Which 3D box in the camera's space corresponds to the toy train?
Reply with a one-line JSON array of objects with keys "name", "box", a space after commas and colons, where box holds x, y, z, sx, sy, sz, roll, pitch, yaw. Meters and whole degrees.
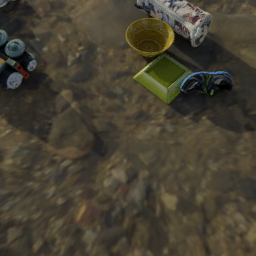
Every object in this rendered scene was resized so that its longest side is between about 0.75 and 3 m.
[{"name": "toy train", "box": [-3.921, -2.117, 8.272, 2.502, 1.066, 1.426, 31, 79, 13]}]

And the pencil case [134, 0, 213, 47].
[{"name": "pencil case", "box": [1.464, -3.701, 8.991, 2.682, 1.043, 1.200, 42, 42, 19]}]

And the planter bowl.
[{"name": "planter bowl", "box": [0.670, -2.676, 8.732, 1.477, 0.615, 1.477, 0, 63, 0]}]

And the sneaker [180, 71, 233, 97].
[{"name": "sneaker", "box": [2.261, -1.224, 7.993, 1.570, 0.556, 0.650, -7, 56, -7]}]

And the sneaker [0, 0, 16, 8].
[{"name": "sneaker", "box": [-4.392, -4.671, 9.861, 1.108, 0.478, 0.430, -38, 68, -18]}]

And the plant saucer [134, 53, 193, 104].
[{"name": "plant saucer", "box": [1.113, -1.598, 8.320, 1.381, 0.331, 1.383, 40, 69, 19]}]
